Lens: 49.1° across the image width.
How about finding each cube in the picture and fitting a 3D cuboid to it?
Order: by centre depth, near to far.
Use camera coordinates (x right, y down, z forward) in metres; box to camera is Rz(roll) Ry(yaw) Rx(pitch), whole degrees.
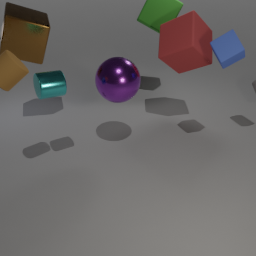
[{"bbox_3d":[2.874,-2.250,8.065,0.700,0.700,0.700,-28,-15,20],"label":"cube"},{"bbox_3d":[-3.564,-3.246,9.647,1.400,1.400,1.400,7,36,-26],"label":"cube"},{"bbox_3d":[2.068,-2.997,10.010,1.400,1.400,1.400,-10,-23,41],"label":"cube"},{"bbox_3d":[1.325,-4.967,12.053,1.400,1.400,1.400,26,17,-9],"label":"cube"}]

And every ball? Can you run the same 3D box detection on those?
[{"bbox_3d":[-0.310,-1.473,8.619,1.400,1.400,1.400,0,29,0],"label":"ball"}]

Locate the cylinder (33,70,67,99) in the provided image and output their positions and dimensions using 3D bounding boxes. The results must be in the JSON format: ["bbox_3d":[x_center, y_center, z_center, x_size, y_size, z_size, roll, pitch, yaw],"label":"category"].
[{"bbox_3d":[-2.109,-1.170,7.559,0.700,0.700,0.700,-15,32,-29],"label":"cylinder"}]

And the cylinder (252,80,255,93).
[{"bbox_3d":[4.914,-1.425,10.026,0.700,0.700,0.700,-11,75,-18],"label":"cylinder"}]

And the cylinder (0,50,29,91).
[{"bbox_3d":[-2.856,-1.353,6.635,0.700,0.700,0.700,-42,36,2],"label":"cylinder"}]
